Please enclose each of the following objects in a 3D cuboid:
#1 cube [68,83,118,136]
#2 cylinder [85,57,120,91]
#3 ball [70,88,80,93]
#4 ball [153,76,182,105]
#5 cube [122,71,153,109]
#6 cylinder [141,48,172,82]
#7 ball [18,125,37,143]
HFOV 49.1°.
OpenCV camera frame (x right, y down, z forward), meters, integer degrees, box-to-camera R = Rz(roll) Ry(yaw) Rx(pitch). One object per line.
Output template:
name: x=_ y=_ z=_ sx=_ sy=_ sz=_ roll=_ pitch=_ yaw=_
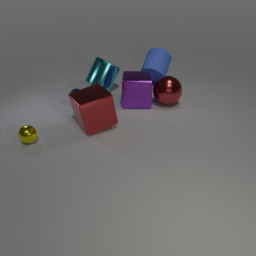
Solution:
cube: x=-1.414 y=-0.781 z=11.422 sx=1.400 sy=1.400 sz=1.400 roll=-24 pitch=36 yaw=-18
cylinder: x=-1.327 y=-2.789 z=14.645 sx=1.400 sy=1.400 sz=1.400 roll=26 pitch=9 yaw=-4
ball: x=-2.516 y=-1.584 z=13.727 sx=0.700 sy=0.700 sz=0.700 roll=0 pitch=30 yaw=0
ball: x=1.893 y=-1.794 z=13.400 sx=1.400 sy=1.400 sz=1.400 roll=0 pitch=30 yaw=0
cube: x=0.437 y=-1.844 z=13.472 sx=1.400 sy=1.400 sz=1.400 roll=1 pitch=30 yaw=2
cylinder: x=1.570 y=-3.497 z=15.621 sx=1.400 sy=1.400 sz=1.400 roll=13 pitch=71 yaw=21
ball: x=-3.785 y=0.234 z=10.567 sx=0.700 sy=0.700 sz=0.700 roll=0 pitch=30 yaw=0
